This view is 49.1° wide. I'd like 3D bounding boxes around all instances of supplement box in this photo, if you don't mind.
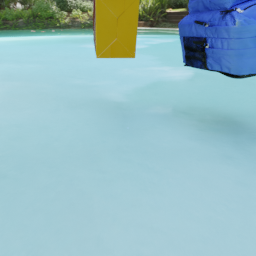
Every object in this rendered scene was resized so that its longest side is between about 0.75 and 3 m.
[{"bbox_3d":[-0.473,-3.521,9.164,1.274,1.893,1.919,-2,34,-9],"label":"supplement box"}]

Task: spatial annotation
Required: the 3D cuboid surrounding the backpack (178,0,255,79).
[{"bbox_3d":[2.948,-2.640,7.622,2.327,2.403,2.863,-25,32,-13],"label":"backpack"}]
